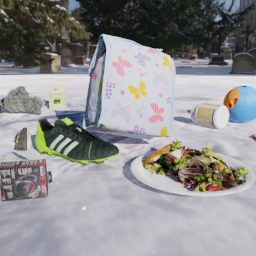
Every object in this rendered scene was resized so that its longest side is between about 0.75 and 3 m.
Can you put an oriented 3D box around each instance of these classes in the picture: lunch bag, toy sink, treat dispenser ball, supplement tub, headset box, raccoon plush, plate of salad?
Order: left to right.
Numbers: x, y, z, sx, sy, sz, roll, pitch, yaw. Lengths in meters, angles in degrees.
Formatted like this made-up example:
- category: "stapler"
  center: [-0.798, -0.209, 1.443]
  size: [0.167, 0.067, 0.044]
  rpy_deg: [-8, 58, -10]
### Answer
- category: "lunch bag"
  center: [-2.352, 0.753, 5.780]
  size: [0.846, 0.516, 0.721]
  rpy_deg: [-12, 18, -40]
- category: "raccoon plush"
  center: [-4.829, -0.822, 12.232]
  size: [2.351, 1.137, 1.575]
  rpy_deg: [-39, 46, -21]
- category: "headset box"
  center: [-1.770, 0.905, 4.916]
  size: [0.847, 0.629, 0.318]
  rpy_deg: [-4, 13, -11]
- category: "toy sink"
  center: [-3.481, -1.552, 13.853]
  size: [0.760, 1.166, 0.653]
  rpy_deg: [0, 13, -1]
- category: "lunch bag"
  center: [0.067, -1.035, 7.409]
  size: [2.096, 2.472, 1.571]
  rpy_deg: [9, -8, -26]
- category: "plate of salad"
  center: [1.291, 0.715, 5.783]
  size: [2.488, 0.598, 2.488]
  rpy_deg: [1, 13, 0]
- category: "supplement tub"
  center: [2.924, -0.460, 10.079]
  size: [0.832, 0.832, 1.150]
  rpy_deg: [-11, 17, -37]
- category: "treat dispenser ball"
  center: [4.382, -0.905, 10.709]
  size: [1.434, 1.434, 1.434]
  rpy_deg: [0, 14, 0]

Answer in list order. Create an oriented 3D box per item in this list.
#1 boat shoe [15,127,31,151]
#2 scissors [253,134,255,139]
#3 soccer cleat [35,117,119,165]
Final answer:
- category: "boat shoe"
  center: [-2.954, 0.274, 7.824]
  size: [0.401, 0.475, 1.333]
  rpy_deg: [-1, 16, -22]
- category: "scissors"
  center: [3.858, 0.381, 8.266]
  size: [0.513, 0.098, 1.404]
  rpy_deg: [12, 19, 33]
- category: "soccer cleat"
  center: [-1.322, 0.269, 6.787]
  size: [2.401, 0.973, 0.811]
  rpy_deg: [7, 15, 26]
